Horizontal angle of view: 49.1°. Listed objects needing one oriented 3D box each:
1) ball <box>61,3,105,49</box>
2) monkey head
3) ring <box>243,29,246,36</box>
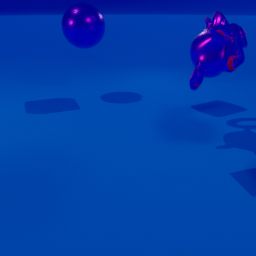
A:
[{"bbox_3d":[-1.388,-3.183,8.765,1.353,1.353,1.353,0,24,0],"label":"ball"},{"bbox_3d":[1.687,-1.683,5.638,1.083,1.796,1.292,1,-23,44],"label":"monkey head"},{"bbox_3d":[2.328,-1.939,6.805,1.176,1.176,0.235,-11,53,-23],"label":"ring"}]
